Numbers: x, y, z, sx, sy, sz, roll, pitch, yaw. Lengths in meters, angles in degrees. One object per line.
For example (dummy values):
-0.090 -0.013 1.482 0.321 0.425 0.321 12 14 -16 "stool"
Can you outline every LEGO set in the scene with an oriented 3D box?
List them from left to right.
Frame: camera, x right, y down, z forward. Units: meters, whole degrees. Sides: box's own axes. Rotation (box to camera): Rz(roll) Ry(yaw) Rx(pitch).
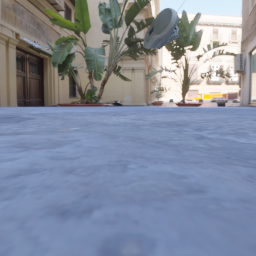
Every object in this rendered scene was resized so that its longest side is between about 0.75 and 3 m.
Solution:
-2.939 -2.645 9.046 0.667 0.219 0.893 31 17 12 "LEGO set"

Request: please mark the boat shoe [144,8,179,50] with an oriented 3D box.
1.507 -3.929 11.336 1.000 0.979 2.807 7 -6 -16 "boat shoe"
